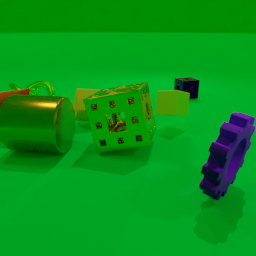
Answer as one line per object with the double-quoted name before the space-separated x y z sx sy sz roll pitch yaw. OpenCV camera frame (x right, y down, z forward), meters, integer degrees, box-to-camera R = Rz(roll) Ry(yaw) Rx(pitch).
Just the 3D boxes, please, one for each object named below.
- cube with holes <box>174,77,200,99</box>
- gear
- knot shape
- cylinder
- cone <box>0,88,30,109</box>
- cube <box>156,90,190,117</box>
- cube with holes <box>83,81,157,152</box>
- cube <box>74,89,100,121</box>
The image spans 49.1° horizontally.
"cube with holes" 2.508 -1.719 12.062 0.778 0.778 0.778 -6 22 -16
"gear" 1.786 0.499 4.970 0.288 1.559 1.559 25 31 33
"knot shape" -3.694 -1.311 10.851 1.704 0.841 1.820 -7 24 -18
"cylinder" -2.180 -0.107 6.918 1.394 1.394 1.394 3 21 8
"cone" -3.051 -0.712 7.705 1.417 1.412 1.412 -33 0 35
"cube" 1.340 -0.725 8.387 0.713 0.713 0.713 5 2 42
"cube with holes" -0.125 -0.315 7.092 1.336 1.336 1.336 -8 15 15
"cube" -1.263 -0.705 8.801 0.767 0.767 0.767 0 -23 -17
